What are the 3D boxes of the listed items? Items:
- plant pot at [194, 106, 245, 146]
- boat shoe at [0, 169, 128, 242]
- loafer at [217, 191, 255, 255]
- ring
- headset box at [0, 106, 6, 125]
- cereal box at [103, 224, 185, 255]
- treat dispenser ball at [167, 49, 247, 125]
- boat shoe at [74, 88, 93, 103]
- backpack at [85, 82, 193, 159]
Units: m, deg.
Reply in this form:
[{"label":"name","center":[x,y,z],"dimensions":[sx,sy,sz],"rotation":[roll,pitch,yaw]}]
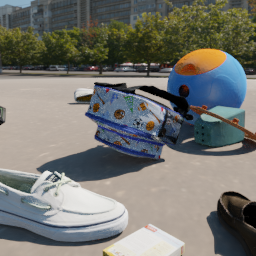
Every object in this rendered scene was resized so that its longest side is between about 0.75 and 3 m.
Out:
[{"label":"plant pot","center":[2.679,0.009,8.387],"dimensions":[1.388,0.980,0.981],"rotation":[-18,21,-36]},{"label":"boat shoe","center":[-1.169,1.034,4.089],"dimensions":[2.354,0.786,0.866],"rotation":[2,13,9]},{"label":"loafer","center":[1.688,1.211,3.734],"dimensions":[0.603,0.589,1.652],"rotation":[-1,14,-4]},{"label":"ring","center":[2.945,-0.188,8.443],"dimensions":[2.328,0.223,2.328],"rotation":[27,5,-2]},{"label":"headset box","center":[-4.664,-0.402,8.678],"dimensions":[1.080,0.575,1.240],"rotation":[-27,-33,23]},{"label":"cereal box","center":[0.201,1.508,3.412],"dimensions":[0.843,0.167,0.607],"rotation":[-11,17,-41]},{"label":"treat dispenser ball","center":[2.912,-1.490,10.528],"dimensions":[2.875,2.875,2.875],"rotation":[0,13,0]},{"label":"boat shoe","center":[-1.889,-1.853,16.949],"dimensions":[2.753,0.976,0.961],"rotation":[2,39,-7]},{"label":"backpack","center":[0.035,-0.239,6.850],"dimensions":[2.249,1.733,2.142],"rotation":[12,-10,42]}]
